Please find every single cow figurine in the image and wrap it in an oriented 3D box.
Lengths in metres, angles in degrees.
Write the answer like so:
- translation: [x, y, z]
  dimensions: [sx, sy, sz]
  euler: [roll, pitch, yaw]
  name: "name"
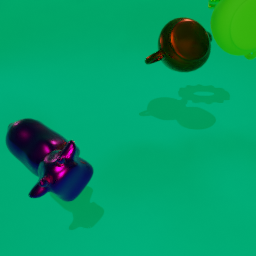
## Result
- translation: [-1.020, 0.323, 3.416]
  dimensions: [1.330, 1.309, 0.730]
  euler: [36, 84, 7]
  name: "cow figurine"

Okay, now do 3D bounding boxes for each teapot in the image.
- translation: [1.249, -1.816, 6.307]
  dimensions: [1.944, 1.209, 0.952]
  euler: [-23, 0, -17]
  name: "teapot"
- translation: [1.960, -1.968, 4.996]
  dimensions: [1.148, 1.846, 0.904]
  euler: [-35, 32, 4]
  name: "teapot"

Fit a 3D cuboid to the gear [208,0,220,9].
- translation: [2.580, -2.783, 5.963]
  dimensions: [1.653, 0.306, 1.653]
  euler: [2, 8, 0]
  name: "gear"
